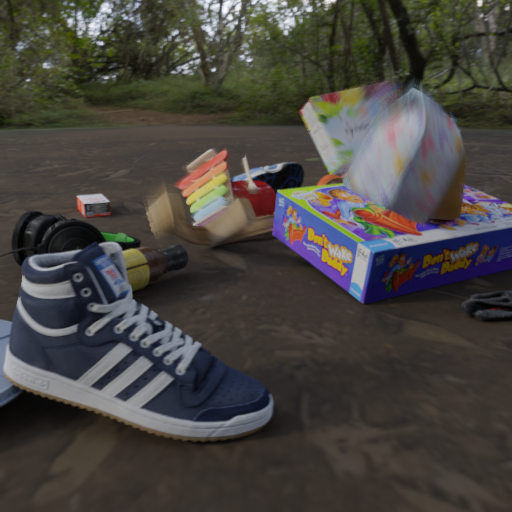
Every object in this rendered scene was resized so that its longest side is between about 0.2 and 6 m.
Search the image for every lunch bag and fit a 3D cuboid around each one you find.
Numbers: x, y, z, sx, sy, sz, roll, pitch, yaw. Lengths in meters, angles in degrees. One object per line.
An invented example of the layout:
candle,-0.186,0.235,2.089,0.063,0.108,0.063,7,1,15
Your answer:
lunch bag,2.393,-1.569,8.838,1.476,1.741,1.107,14,17,-49

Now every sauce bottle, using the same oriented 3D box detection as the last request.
sauce bottle,-2.138,0.259,9.662,0.741,0.741,2.291,14,19,38

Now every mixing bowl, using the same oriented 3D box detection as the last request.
mixing bowl,-0.202,-1.363,14.438,1.931,1.046,1.931,1,18,0

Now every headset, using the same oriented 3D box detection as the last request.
headset,-3.707,-0.426,10.396,2.093,1.592,3.389,12,9,36

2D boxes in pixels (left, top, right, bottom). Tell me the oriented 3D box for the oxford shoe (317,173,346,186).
oxford shoe,2.917,-2.006,17.184,0.969,0.951,2.673,38,38,28

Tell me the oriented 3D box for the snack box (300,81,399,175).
snack box,2.164,-2.662,11.567,2.158,1.535,0.572,-20,-9,-26

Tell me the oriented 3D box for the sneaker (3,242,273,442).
sneaker,-1.165,0.812,5.804,2.940,1.595,1.031,13,15,5

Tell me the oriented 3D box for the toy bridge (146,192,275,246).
toy bridge,-0.608,-0.706,11.995,4.058,0.552,1.364,-2,-24,-47

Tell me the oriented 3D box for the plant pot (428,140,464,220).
plant pot,3.260,-1.492,10.181,1.253,1.345,1.253,9,21,-3

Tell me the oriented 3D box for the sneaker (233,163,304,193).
sneaker,0.467,-2.557,18.272,2.807,1.063,1.081,-14,25,-42

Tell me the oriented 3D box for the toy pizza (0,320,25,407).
toy pizza,-3.796,1.410,6.349,2.699,0.428,2.699,2,18,-1

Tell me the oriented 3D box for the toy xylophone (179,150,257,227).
toy xylophone,-0.957,-1.695,13.755,1.814,0.623,2.478,-38,41,13

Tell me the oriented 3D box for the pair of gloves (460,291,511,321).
pair of gloves,4.439,0.972,8.008,2.325,0.323,2.610,-4,17,-11

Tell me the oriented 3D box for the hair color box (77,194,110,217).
hair color box,-4.553,-1.413,15.663,0.714,0.411,1.287,-7,17,-24

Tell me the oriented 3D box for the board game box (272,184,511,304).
board game box,2.946,-0.553,10.983,4.375,0.979,2.941,-10,30,-29
